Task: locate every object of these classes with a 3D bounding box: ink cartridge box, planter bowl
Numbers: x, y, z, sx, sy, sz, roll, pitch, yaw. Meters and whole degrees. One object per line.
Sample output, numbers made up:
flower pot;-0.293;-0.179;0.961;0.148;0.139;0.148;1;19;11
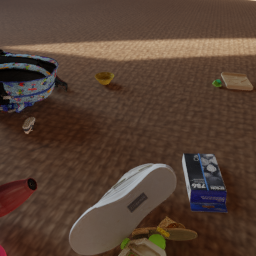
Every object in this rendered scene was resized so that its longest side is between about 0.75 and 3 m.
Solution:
ink cartridge box;2.184;1.497;8.063;1.004;0.396;2.019;1;36;1
planter bowl;-1.137;-2.365;13.637;0.939;0.391;0.939;0;34;0

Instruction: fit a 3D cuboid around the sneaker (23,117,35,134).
sneaker;-3.683;-0.094;10.418;0.327;0.331;0.834;1;31;4

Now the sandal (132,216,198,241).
sandal;0.851;2.340;6.667;1.518;0.557;0.499;-3;44;3

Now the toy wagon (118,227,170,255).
toy wagon;0.352;2.860;5.903;1.267;0.323;1.633;25;51;29

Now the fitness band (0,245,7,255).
fitness band;-3.088;3.108;5.848;1.094;0.285;1.523;-11;37;-20

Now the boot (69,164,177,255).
boot;-0.155;1.924;7.069;2.932;1.078;1.401;-32;4;-12

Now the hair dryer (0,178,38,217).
hair dryer;-3.130;2.041;6.223;2.623;0.712;1.997;-41;21;-18

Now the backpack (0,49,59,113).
backpack;-4.347;-1.913;11.551;2.967;1.996;2.709;2;35;5

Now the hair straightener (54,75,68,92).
hair straightener;-3.606;-2.174;13.441;0.829;0.441;2.155;-26;47;-31

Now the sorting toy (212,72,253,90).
sorting toy;4.962;-2.259;13.585;1.843;0.271;1.362;5;40;1
